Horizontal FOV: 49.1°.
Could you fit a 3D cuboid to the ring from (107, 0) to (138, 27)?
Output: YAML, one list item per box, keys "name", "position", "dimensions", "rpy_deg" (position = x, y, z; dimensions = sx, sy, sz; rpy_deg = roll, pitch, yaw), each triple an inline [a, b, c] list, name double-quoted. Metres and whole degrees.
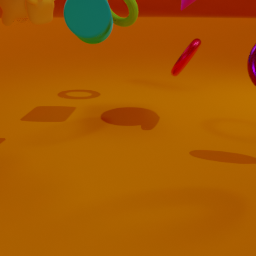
- name: "ring"
  position: [-0.348, -4.298, 9.902]
  dimensions: [1.585, 1.585, 0.317]
  rpy_deg: [17, 59, 33]

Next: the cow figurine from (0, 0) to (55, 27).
- name: "cow figurine"
  position: [-2.337, -2.877, 6.166]
  dimensions: [1.495, 1.519, 0.834]
  rpy_deg: [-25, 12, 42]

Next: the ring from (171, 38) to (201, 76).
- name: "ring"
  position: [1.588, -1.926, 7.690]
  dimensions: [0.238, 1.189, 1.189]
  rpy_deg: [38, 31, 4]

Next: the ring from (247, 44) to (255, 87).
- name: "ring"
  position: [3.181, -1.315, 5.750]
  dimensions: [1.388, 1.388, 0.278]
  rpy_deg: [4, 0, 9]

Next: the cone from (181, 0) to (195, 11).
- name: "cone"
  position: [1.880, -3.981, 7.639]
  dimensions: [1.608, 1.614, 1.608]
  rpy_deg: [26, 19, -10]

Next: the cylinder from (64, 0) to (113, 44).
- name: "cylinder"
  position: [-1.095, -3.149, 8.069]
  dimensions: [1.264, 1.264, 1.264]
  rpy_deg: [0, 9, 0]
